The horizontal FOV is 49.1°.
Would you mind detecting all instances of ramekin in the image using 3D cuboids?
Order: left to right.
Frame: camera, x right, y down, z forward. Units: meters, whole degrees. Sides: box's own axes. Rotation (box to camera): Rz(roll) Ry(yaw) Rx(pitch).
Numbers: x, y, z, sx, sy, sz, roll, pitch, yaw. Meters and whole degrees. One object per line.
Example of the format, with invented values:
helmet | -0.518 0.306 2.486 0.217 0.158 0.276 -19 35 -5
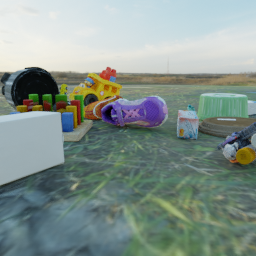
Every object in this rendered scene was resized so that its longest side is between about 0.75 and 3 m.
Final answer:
ramekin | 4.290 -0.956 12.696 2.273 1.110 2.273 0 11 0

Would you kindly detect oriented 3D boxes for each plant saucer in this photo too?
plant saucer | 3.883 -0.072 10.176 2.660 0.392 2.660 -1 11 0

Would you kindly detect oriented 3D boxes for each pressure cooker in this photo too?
pressure cooker | -5.014 -1.859 14.206 2.385 2.348 2.670 -22 20 -29

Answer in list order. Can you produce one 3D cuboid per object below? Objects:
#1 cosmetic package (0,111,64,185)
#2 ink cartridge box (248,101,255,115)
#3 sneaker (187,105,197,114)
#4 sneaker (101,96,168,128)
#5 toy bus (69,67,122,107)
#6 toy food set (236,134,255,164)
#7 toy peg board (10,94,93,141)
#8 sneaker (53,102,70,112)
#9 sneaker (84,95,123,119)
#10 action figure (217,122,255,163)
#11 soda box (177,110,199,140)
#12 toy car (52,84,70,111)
cosmetic package | -2.445 0.380 5.659 0.970 1.230 2.286 5 10 31
ink cartridge box | 5.814 -1.125 14.782 1.088 0.641 1.890 -6 13 -30
sneaker | 3.230 -0.893 14.161 0.365 0.375 0.942 -2 26 -13
sneaker | 0.101 -0.543 10.570 2.968 1.194 1.312 2 10 44
toy bus | -1.545 -2.096 14.563 2.456 2.358 1.667 11 8 -37
toy food set | 3.299 0.544 5.550 1.985 0.947 0.893 14 16 43
toy peg board | -2.766 -0.465 9.788 2.632 1.287 2.621 0 11 3
sneaker | -3.106 -0.931 13.936 0.789 0.727 1.973 1 2 25
sneaker | -1.066 -1.033 13.467 1.092 1.033 2.831 0 8 32
action figure | 2.943 0.387 6.396 1.654 0.894 1.710 -10 -20 -16
soda box | 2.051 -0.165 9.747 0.647 0.696 2.034 5 12 10
toy car | -3.539 -1.351 15.435 1.748 1.857 0.414 35 -8 27
